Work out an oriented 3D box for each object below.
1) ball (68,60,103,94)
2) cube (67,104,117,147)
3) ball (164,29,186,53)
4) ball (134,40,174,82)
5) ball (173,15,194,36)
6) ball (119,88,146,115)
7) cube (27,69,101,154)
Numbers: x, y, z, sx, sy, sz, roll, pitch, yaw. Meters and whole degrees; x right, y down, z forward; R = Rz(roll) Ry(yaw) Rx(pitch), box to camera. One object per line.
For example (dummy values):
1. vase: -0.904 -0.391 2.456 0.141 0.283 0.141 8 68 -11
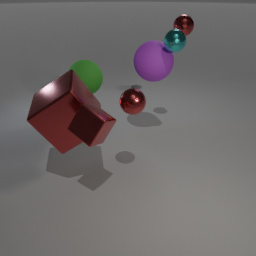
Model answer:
1. ball: -1.698 -1.985 11.079 1.400 1.400 1.400 0 28 0
2. cube: -0.819 -0.077 6.465 0.700 0.700 0.700 36 15 14
3. ball: 1.464 -2.710 8.723 0.700 0.700 0.700 0 28 0
4. ball: 0.895 -2.325 9.768 1.400 1.400 1.400 0 28 0
5. ball: 1.896 -3.491 9.546 0.700 0.700 0.700 0 28 0
6. ball: 0.125 -0.693 7.353 0.700 0.700 0.700 0 28 0
7. cube: -1.652 -0.452 7.617 1.400 1.400 1.400 -31 33 11
